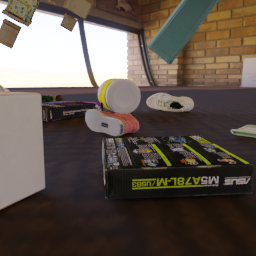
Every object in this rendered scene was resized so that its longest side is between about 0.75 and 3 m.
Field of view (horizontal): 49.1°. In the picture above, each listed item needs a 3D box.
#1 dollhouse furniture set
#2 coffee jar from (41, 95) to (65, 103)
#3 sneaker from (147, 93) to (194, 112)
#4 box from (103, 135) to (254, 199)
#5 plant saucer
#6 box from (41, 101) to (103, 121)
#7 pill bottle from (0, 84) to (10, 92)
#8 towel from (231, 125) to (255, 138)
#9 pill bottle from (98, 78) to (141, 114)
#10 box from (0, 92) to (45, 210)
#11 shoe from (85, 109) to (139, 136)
[{"bbox_3d":[-1.695,-2.086,5.583,1.409,1.593,0.886,24,16,-23],"label":"dollhouse furniture set"},{"bbox_3d":[-3.493,-1.090,12.055,1.516,0.647,0.791,-1,7,1],"label":"coffee jar"},{"bbox_3d":[1.641,-1.068,11.758,2.096,0.737,0.840,7,15,33],"label":"sneaker"},{"bbox_3d":[0.516,0.469,4.054,1.758,0.433,1.821,1,9,-7],"label":"box"},{"bbox_3d":[1.765,-3.315,8.708,0.944,2.700,0.256,37,-5,-4],"label":"plant saucer"},{"bbox_3d":[-2.510,-0.692,10.327,1.927,0.486,2.695,7,14,35],"label":"box"},{"bbox_3d":[-5.454,-1.126,10.687,1.210,1.210,2.184,3,10,14],"label":"pill bottle"},{"bbox_3d":[3.258,0.063,7.061,0.974,0.149,1.276,8,13,40],"label":"towel"},{"bbox_3d":[-0.479,-1.358,11.494,1.364,1.364,2.426,-3,11,-16],"label":"pill bottle"},{"bbox_3d":[-2.470,0.188,3.266,2.517,1.227,1.566,5,11,26],"label":"box"},{"bbox_3d":[-0.433,-0.154,7.276,0.705,0.554,1.551,-7,18,-41],"label":"shoe"}]
